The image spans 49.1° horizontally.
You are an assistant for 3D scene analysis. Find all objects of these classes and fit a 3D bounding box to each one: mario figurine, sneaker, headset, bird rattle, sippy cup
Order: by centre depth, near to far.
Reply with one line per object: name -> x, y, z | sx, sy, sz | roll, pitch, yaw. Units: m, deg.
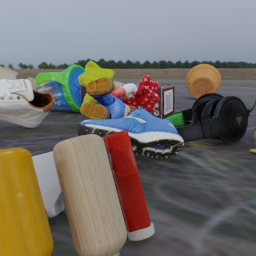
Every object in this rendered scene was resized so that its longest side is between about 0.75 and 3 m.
sneaker -> 0.027, 0.070, 4.857 | 1.805, 0.709, 0.805 | 6, 43, -19
mario figurine -> -0.141, -0.365, 6.140 | 1.127, 1.313, 2.126 | 44, 4, 18
headset -> 2.101, -0.074, 6.332 | 2.910, 1.367, 1.797 | -15, 11, 0
sneaker -> -3.048, -0.854, 6.546 | 1.241, 1.068, 2.932 | -39, -28, 26
bird rattle -> -0.308, -0.795, 7.314 | 2.178, 1.227, 1.775 | 6, -35, -33
sippy cup -> -2.399, -1.346, 10.442 | 1.642, 2.240, 1.759 | -7, 36, 24

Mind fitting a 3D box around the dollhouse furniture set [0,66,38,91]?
dollhouse furniture set -> -5.003, -0.937, 10.900 | 2.357, 1.629, 2.497 | 18, -34, -38

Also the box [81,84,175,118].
box -> -0.001, -0.993, 9.798 | 2.994, 1.122, 1.499 | 3, 12, 24

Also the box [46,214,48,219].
box -> -1.360, 0.972, 2.390 | 0.949, 0.233, 0.982 | 2, 12, 22

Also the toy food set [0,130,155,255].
toy food set -> -0.415, 0.693, 2.744 | 1.135, 1.070, 2.378 | -14, -5, -3

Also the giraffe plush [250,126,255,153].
giraffe plush -> 2.680, 0.210, 5.281 | 0.760, 0.808, 0.937 | -17, 54, -26

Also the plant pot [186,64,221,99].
plant pot -> 3.986, -2.333, 14.939 | 1.862, 1.862, 1.303 | 3, 28, 16
